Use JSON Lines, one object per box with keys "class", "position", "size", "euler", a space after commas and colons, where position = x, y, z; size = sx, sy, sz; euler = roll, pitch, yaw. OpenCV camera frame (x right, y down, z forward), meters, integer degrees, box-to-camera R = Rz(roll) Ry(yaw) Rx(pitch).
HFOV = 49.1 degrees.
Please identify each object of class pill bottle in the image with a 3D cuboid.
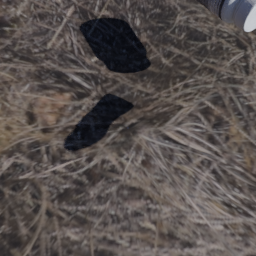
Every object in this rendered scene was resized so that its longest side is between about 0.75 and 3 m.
{"class": "pill bottle", "position": [2.453, -3.381, 6.876], "size": [1.213, 1.213, 2.133], "euler": [-33, 63, -13]}
